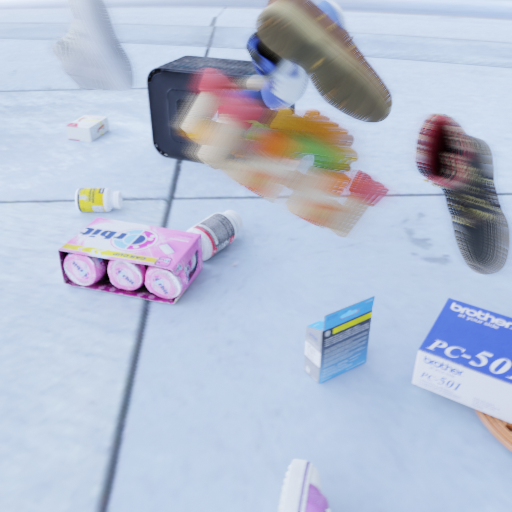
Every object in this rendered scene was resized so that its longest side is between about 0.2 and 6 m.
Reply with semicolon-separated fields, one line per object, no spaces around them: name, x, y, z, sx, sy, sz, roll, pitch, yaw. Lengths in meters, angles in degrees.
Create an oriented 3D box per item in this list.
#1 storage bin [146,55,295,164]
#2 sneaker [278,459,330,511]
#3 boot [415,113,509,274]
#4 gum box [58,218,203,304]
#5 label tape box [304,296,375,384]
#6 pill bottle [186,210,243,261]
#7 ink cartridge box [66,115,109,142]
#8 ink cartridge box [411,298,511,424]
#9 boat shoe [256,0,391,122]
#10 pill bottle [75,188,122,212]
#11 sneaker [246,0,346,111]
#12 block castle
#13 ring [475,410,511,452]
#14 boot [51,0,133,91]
storage bin;-0.828;-3.532;13.753;3.298;2.229;1.546;11;33;18
sneaker;0.727;2.864;4.831;1.255;0.798;2.201;6;40;1
boot;2.546;-0.771;6.906;0.686;1.874;1.411;-9;-16;37
gum box;-1.991;0.060;9.333;2.133;0.705;1.211;9;31;14
label tape box;1.077;1.024;7.350;0.829;1.150;0.364;-18;36;-27
pill bottle;-0.752;-0.414;10.198;0.629;0.629;1.135;19;37;29
ink cartridge box;-4.653;-3.540;15.503;0.733;0.421;1.010;9;33;14
ink cartridge box;3.444;1.479;6.692;2.793;0.618;1.313;18;36;27
boat shoe;1.037;-2.662;7.410;0.794;2.207;0.745;-15;44;59
pill bottle;-3.237;-1.154;11.546;0.874;0.490;0.490;0;31;0
sneaker;0.385;-3.594;10.252;1.480;2.562;1.035;-23;83;-25
block castle;0.324;-1.134;5.788;2.005;0.941;1.340;26;18;-27
ring;3.897;1.867;6.871;2.511;0.241;2.511;0;32;0
boot;-2.978;-3.589;9.550;1.135;2.374;0.873;-4;68;4
